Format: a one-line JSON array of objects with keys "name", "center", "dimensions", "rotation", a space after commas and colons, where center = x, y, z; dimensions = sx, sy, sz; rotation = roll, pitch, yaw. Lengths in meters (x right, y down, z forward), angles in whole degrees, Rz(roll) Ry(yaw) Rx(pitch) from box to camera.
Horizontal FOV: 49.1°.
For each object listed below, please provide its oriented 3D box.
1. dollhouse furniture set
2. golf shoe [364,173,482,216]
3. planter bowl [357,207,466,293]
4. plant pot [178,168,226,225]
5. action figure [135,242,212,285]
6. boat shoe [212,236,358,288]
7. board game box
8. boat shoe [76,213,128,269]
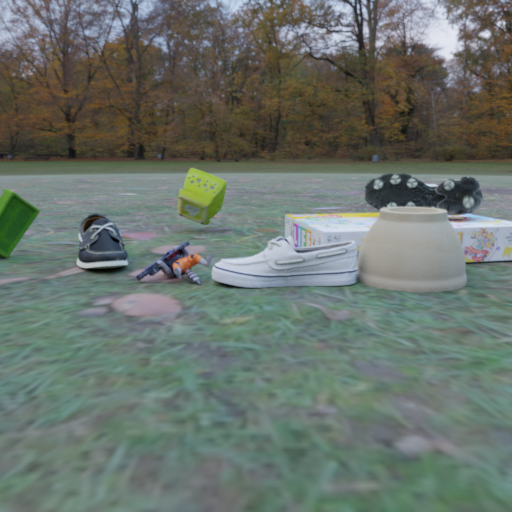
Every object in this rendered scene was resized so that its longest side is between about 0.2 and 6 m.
[{"name": "dollhouse furniture set", "center": [-5.563, -0.877, 10.740], "dimensions": [2.850, 1.100, 1.424], "rotation": [15, -20, 34]}, {"name": "golf shoe", "center": [3.244, -1.077, 10.989], "dimensions": [2.210, 0.853, 0.973], "rotation": [7, -8, 21]}, {"name": "planter bowl", "center": [2.319, -0.169, 8.399], "dimensions": [1.624, 1.093, 1.624], "rotation": [-1, 10, 0]}, {"name": "plant pot", "center": [-1.356, -1.363, 13.424], "dimensions": [0.970, 0.965, 0.880], "rotation": [22, 52, 6]}, {"name": "action figure", "center": [-1.239, 0.229, 8.413], "dimensions": [1.028, 0.538, 0.994], "rotation": [-35, 19, -24]}, {"name": "boat shoe", "center": [0.426, 0.062, 8.178], "dimensions": [2.140, 0.703, 0.770], "rotation": [0, 11, 2]}, {"name": "board game box", "center": [2.677, -0.378, 10.633], "dimensions": [3.782, 0.647, 2.543], "rotation": [-2, 11, -12]}, {"name": "boat shoe", "center": [-2.727, -0.247, 9.749], "dimensions": [0.822, 0.774, 2.290], "rotation": [-4, 14, -20]}]
